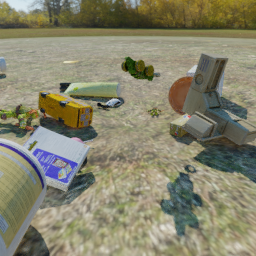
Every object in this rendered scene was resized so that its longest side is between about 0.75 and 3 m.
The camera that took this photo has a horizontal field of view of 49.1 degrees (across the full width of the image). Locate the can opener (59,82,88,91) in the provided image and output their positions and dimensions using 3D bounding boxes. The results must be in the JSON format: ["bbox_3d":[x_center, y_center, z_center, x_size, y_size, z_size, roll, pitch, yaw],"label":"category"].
[{"bbox_3d":[-2.825,-2.211,15.266,1.743,0.465,0.583,0,-10,1],"label":"can opener"}]

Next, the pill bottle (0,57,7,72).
[{"bbox_3d":[-9.285,-4.097,18.525,2.139,1.239,1.239,-15,27,-34],"label":"pill bottle"}]

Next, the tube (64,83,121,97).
[{"bbox_3d":[-1.802,-1.967,14.200,2.829,0.735,0.821,4,-3,16],"label":"tube"}]

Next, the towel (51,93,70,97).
[{"bbox_3d":[-3.499,-1.413,13.412,1.430,0.261,1.061,-6,24,-15],"label":"towel"}]

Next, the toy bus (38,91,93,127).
[{"bbox_3d":[-2.529,-0.794,10.960,2.488,0.810,0.974,24,25,39],"label":"toy bus"}]

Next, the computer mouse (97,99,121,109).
[{"bbox_3d":[-0.793,-1.142,12.761,0.648,0.259,1.181,18,29,38],"label":"computer mouse"}]

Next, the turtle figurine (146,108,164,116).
[{"bbox_3d":[1.142,-0.717,11.769,0.757,0.244,0.611,3,23,6],"label":"turtle figurine"}]

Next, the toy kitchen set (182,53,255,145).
[{"bbox_3d":[2.852,-0.911,8.807,1.990,2.200,2.439,-10,35,-39],"label":"toy kitchen set"}]

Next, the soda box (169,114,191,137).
[{"bbox_3d":[2.044,-0.135,10.139,0.466,0.440,1.376,18,28,35],"label":"soda box"}]

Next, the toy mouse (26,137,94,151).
[{"bbox_3d":[-2.134,0.718,7.987,2.741,0.530,2.436,-10,25,-22],"label":"toy mouse"}]

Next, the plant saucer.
[{"bbox_3d":[2.458,-1.298,11.489,1.622,1.622,0.303,2,3,5],"label":"plant saucer"}]

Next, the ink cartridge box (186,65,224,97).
[{"bbox_3d":[3.664,-2.067,13.347,1.511,1.484,2.052,9,25,21],"label":"ink cartridge box"}]

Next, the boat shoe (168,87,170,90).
[{"bbox_3d":[2.449,-1.952,14.501,0.364,0.404,1.144,-6,22,-10],"label":"boat shoe"}]

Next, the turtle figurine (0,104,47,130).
[{"bbox_3d":[-4.190,-0.494,10.584,1.877,0.749,2.327,-2,23,-5],"label":"turtle figurine"}]

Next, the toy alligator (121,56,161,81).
[{"bbox_3d":[0.485,-1.721,8.825,0.681,0.493,2.054,6,-3,37],"label":"toy alligator"}]

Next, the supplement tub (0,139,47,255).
[{"bbox_3d":[-2.586,1.464,4.513,1.859,1.859,2.557,2,23,4],"label":"supplement tub"}]

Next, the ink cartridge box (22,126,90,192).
[{"bbox_3d":[-1.954,0.746,7.234,1.539,0.334,1.524,22,39,1],"label":"ink cartridge box"}]
